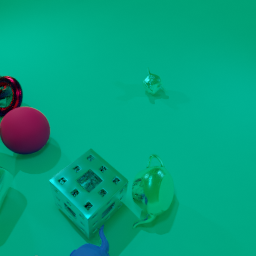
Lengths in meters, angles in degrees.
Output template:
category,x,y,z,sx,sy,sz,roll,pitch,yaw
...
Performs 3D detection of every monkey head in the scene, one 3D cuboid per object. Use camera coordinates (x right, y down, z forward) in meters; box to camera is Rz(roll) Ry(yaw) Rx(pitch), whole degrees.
category,x,y,z,sx,sy,sz,roll,pitch,yaw
monkey head,0.808,-1.463,9.105,0.623,0.744,1.034,-40,87,8

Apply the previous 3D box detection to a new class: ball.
category,x,y,z,sx,sy,sz,roll,pitch,yaw
ball,-2.704,0.071,7.389,1.259,1.259,1.259,0,48,0

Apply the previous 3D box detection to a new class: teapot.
category,x,y,z,sx,sy,sz,roll,pitch,yaw
teapot,-0.784,2.545,5.270,0.716,0.909,1.462,33,75,30
teapot,0.493,1.452,6.350,0.867,1.101,1.771,1,70,32

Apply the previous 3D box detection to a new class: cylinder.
category,x,y,z,sx,sy,sz,roll,pitch,yaw
cylinder,-3.264,1.391,6.202,1.054,1.054,1.054,8,60,8

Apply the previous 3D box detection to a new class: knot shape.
category,x,y,z,sx,sy,sz,roll,pitch,yaw
knot shape,-4.275,-1.165,8.753,1.965,0.908,1.839,-11,49,-10

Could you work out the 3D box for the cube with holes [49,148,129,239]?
category,x,y,z,sx,sy,sz,roll,pitch,yaw
cube with holes,-0.833,1.431,6.148,1.149,1.149,1.149,37,56,22
